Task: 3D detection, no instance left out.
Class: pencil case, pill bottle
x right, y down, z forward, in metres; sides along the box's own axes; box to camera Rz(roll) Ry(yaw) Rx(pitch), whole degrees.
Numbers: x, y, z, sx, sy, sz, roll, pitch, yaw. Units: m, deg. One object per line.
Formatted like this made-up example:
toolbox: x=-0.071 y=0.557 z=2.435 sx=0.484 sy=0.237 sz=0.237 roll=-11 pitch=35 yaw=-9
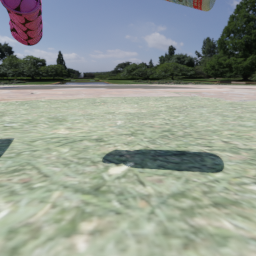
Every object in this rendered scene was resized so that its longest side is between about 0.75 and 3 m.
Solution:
pencil case: x=-2.576 y=-2.738 z=6.834 sx=0.947 sy=0.918 sz=2.022 roll=6 pitch=-8 yaw=-15
pill bottle: x=1.152 y=-3.571 z=6.641 sx=2.031 sy=1.105 sz=1.105 roll=23 pitch=18 yaw=18
